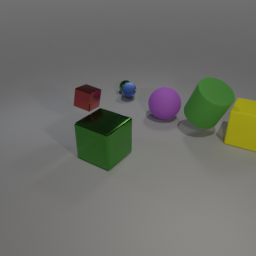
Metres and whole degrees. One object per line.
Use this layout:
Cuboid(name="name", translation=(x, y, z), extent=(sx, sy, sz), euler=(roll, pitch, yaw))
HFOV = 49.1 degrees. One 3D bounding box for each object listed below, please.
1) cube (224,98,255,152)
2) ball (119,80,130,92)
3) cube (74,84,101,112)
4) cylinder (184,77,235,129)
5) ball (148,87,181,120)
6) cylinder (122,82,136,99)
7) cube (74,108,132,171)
Cuboid(name="cube", translation=(4.560, -0.133, 10.464), extent=(1.400, 1.400, 1.400), euler=(16, 33, 26))
Cuboid(name="ball", translation=(-0.122, -2.170, 14.790), extent=(0.700, 0.700, 0.700), euler=(0, 29, 0))
Cuboid(name="cube", translation=(-1.470, -1.104, 10.167), extent=(0.700, 0.700, 0.700), euler=(21, 29, 19))
Cuboid(name="cylinder", translation=(2.987, -0.913, 10.431), extent=(1.400, 1.400, 1.400), euler=(8, 52, -11))
Cuboid(name="ball", translation=(1.576, -1.057, 12.051), extent=(1.400, 1.400, 1.400), euler=(0, 29, 0))
Cuboid(name="cylinder", translation=(0.042, -1.864, 13.999), extent=(0.700, 0.700, 0.700), euler=(-1, -5, -2))
Cuboid(name="cube", translation=(-0.807, 0.340, 9.583), extent=(1.400, 1.400, 1.400), euler=(19, 35, 29))
